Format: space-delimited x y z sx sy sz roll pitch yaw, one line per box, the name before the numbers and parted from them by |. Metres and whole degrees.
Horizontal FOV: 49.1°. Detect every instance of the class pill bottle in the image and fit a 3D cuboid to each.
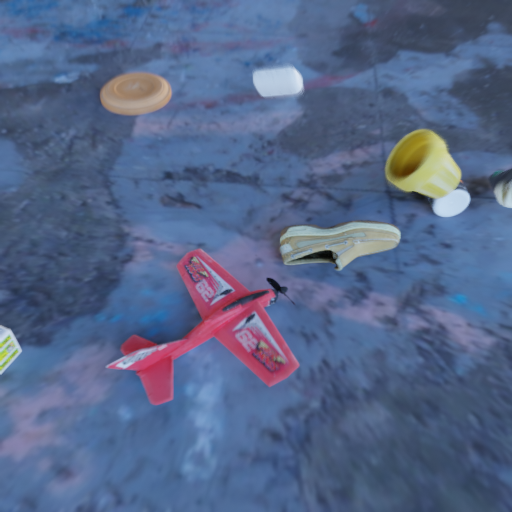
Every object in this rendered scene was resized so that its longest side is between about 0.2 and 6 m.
pill bottle | 3.202 -1.280 9.734 0.624 0.624 1.174 -5 47 -4

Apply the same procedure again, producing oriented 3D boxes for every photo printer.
photo printer | 0.471 -3.553 11.489 0.919 0.765 0.319 -1 87 13

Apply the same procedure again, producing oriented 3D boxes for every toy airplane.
toy airplane | -0.682 1.049 7.634 2.734 0.503 2.734 -2 43 2

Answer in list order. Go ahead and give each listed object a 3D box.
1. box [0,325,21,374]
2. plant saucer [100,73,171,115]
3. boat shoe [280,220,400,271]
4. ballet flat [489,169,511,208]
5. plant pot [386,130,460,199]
box | -4.965 1.189 7.483 3.081 0.535 1.696 20 50 18
plant saucer | -2.614 -3.567 12.137 1.519 0.245 1.519 0 48 0
boat shoe | 1.306 -0.087 8.704 1.858 0.666 0.708 -5 58 8
ballet flat | 4.266 -1.135 9.208 0.694 1.898 0.694 0 89 3
plant pot | 2.737 -1.391 8.982 0.900 0.957 0.957 27 40 -27
